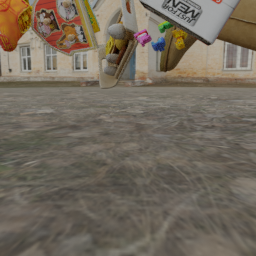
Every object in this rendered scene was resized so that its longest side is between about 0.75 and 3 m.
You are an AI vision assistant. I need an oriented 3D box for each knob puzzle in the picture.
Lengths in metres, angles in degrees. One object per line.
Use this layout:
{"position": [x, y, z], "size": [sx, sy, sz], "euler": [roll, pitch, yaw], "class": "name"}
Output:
{"position": [-1.859, -2.725, 7.368], "size": [2.029, 2.029, 0.281], "euler": [4, 38, 23], "class": "knob puzzle"}

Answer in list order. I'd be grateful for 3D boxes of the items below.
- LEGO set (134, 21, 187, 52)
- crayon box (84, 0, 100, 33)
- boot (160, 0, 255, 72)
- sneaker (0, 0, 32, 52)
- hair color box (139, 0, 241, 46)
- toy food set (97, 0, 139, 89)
{"position": [0.770, -1.650, 5.071], "size": [1.223, 0.466, 0.502], "euler": [-21, 47, 19], "class": "LEGO set"}
{"position": [-1.984, -4.057, 10.023], "size": [1.463, 1.696, 0.494], "euler": [-17, 44, 9], "class": "crayon box"}
{"position": [2.211, -2.084, 6.430], "size": [2.596, 2.274, 0.859], "euler": [19, 12, 10], "class": "boot"}
{"position": [-3.083, -3.026, 7.593], "size": [1.141, 1.080, 2.958], "euler": [-12, 45, -7], "class": "sneaker"}
{"position": [1.329, -2.589, 3.848], "size": [1.286, 2.534, 0.776], "euler": [32, 17, 1], "class": "hair color box"}
{"position": [-0.496, -2.880, 9.061], "size": [0.849, 2.018, 2.812], "euler": [5, -29, -21], "class": "toy food set"}
